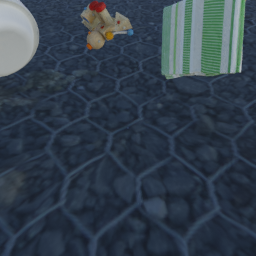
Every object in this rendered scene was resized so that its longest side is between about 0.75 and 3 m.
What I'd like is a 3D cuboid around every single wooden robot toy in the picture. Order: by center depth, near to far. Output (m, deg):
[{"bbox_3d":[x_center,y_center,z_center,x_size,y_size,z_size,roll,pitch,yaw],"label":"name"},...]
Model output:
[{"bbox_3d":[-0.487,-1.496,4.234,0.596,0.578,1.313,-51,43,-2],"label":"wooden robot toy"}]

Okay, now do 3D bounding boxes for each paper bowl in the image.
[{"bbox_3d":[-2.402,-1.622,5.121,1.577,1.577,0.820,-25,60,-28],"label":"paper bowl"}]

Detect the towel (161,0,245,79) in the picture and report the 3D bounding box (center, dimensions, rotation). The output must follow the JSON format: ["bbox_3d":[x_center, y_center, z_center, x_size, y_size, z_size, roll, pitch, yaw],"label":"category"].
[{"bbox_3d":[1.644,-2.150,6.646,0.292,1.904,2.496,-4,9,-30],"label":"towel"}]
